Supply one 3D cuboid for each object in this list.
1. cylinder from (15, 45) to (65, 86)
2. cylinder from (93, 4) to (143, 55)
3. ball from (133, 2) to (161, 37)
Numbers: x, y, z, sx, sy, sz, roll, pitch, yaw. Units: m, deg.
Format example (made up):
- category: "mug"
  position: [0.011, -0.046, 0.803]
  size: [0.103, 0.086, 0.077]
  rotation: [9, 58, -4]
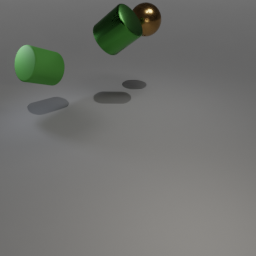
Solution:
- category: "cylinder"
  position: [-3.516, -2.464, 11.183]
  size: [1.400, 1.400, 1.400]
  rotation: [21, 13, 34]
- category: "cylinder"
  position: [-0.390, -3.763, 10.795]
  size: [1.400, 1.400, 1.400]
  rotation: [-27, 12, 35]
- category: "ball"
  position: [0.767, -4.758, 12.320]
  size: [1.400, 1.400, 1.400]
  rotation: [0, 29, 0]
